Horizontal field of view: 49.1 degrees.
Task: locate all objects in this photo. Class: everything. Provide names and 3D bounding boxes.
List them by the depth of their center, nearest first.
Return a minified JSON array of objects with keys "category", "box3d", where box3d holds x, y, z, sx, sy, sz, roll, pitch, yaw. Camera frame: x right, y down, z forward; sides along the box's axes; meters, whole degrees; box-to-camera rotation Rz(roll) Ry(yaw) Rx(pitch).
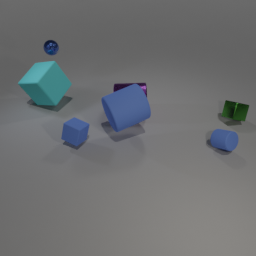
[{"category":"cylinder","box3d":[3.467,0.420,10.080,0.700,0.700,0.700,-20,19,-28]},{"category":"cube","box3d":[-1.940,0.129,10.347,0.700,0.700,0.700,23,28,15]},{"category":"cylinder","box3d":[-0.080,-0.744,10.392,1.400,1.400,1.400,-24,38,-11]},{"category":"cube","box3d":[4.478,-0.722,11.701,0.700,0.700,0.700,8,10,-25]},{"category":"cylinder","box3d":[0.105,-1.258,12.229,1.400,1.400,1.400,-2,33,1]},{"category":"cube","box3d":[-3.704,-1.991,12.605,1.400,1.400,1.400,5,54,36]},{"category":"ball","box3d":[-3.557,-3.722,12.982,0.700,0.700,0.700,0,33,0]}]
